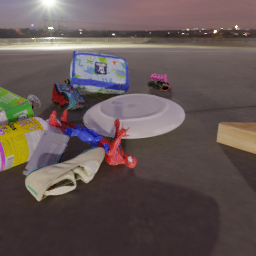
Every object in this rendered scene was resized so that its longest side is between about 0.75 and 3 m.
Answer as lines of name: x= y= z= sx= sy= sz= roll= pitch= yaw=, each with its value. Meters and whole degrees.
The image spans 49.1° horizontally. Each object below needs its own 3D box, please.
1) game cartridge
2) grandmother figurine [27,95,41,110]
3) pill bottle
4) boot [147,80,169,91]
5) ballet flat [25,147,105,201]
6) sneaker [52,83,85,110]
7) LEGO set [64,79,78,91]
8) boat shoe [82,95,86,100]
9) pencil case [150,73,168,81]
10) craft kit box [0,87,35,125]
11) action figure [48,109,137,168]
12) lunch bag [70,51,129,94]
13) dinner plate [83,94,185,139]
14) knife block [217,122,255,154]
game cartridge: x=-1.696 y=0.580 z=5.874 sx=0.675 sy=1.041 sz=0.200 roll=13 pitch=-21 yaw=24
grandmother figurine: x=-2.985 y=-0.398 z=8.032 sx=0.528 sy=1.058 sz=1.744 roll=35 pitch=34 yaw=-19
pill bottle: x=-2.411 y=0.297 z=6.451 sx=0.956 sy=0.956 sz=1.833 roll=16 pitch=25 yaw=38
boot: x=1.554 y=-2.144 z=14.168 sx=1.125 sy=0.406 sz=0.850 roll=1 pitch=22 yaw=3
ballet flat: x=-1.060 y=0.904 z=5.490 sx=1.833 sy=0.637 sz=0.637 roll=-19 pitch=27 yaw=-39
sneaker: x=-2.373 y=-1.188 z=11.180 sx=1.020 sy=0.847 sz=2.136 roll=2 pitch=23 yaw=-34
LEGO set: x=-2.780 y=-2.050 z=13.894 sx=0.907 sy=0.396 sz=1.397 roll=20 pitch=31 yaw=1
boat shoe: x=-2.341 y=-1.420 z=12.081 sx=1.240 sy=0.421 sz=0.446 roll=12 pitch=23 yaw=29
pencil case: x=1.767 y=-2.879 z=16.092 sx=0.475 sy=0.491 sz=1.047 roll=-7 pitch=19 yaw=-44
craft kit box: x=-4.415 y=-0.196 z=7.155 sx=2.960 sy=0.727 sz=2.998 roll=-35 pitch=39 yaw=-31
action figure: x=-0.648 y=0.024 z=6.397 sx=2.279 sy=1.128 sz=0.744 roll=33 pitch=19 yaw=15
lunch bag: x=-1.381 y=-2.448 z=12.887 sx=2.510 sy=1.881 sz=2.952 roll=4 pitch=28 yaw=-12
dinner plate: x=0.161 y=-0.522 z=8.126 sx=2.943 sy=0.357 sz=2.943 roll=-3 pitch=25 yaw=2
knife block: x=3.242 y=0.337 z=6.924 sx=1.709 sy=0.547 sz=1.501 roll=1 pitch=18 yaw=1
